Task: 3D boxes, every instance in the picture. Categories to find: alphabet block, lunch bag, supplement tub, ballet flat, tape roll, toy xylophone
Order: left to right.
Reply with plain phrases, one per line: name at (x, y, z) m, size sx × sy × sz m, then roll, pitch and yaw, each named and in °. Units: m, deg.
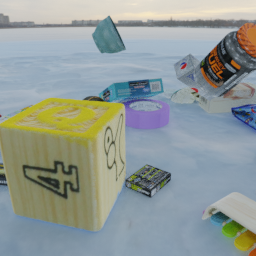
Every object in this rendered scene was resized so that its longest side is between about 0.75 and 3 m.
alphabet block at (-1.419, 0.733, 6.976) m, size 2.336 × 2.379 × 2.324 m, roll 5°, pitch 23°, yaw 13°
tape roll at (0.778, -0.668, 12.473) m, size 2.134 × 0.700 × 2.134 m, roll -1°, pitch 22°, yaw 0°
ballet flat at (3.396, -1.749, 14.934) m, size 2.597 × 0.932 × 0.932 m, roll -20°, pitch 30°, yaw -39°
supplement tub at (3.120, -2.003, 8.495) m, size 1.347 × 2.199 × 1.347 m, roll 10°, pitch 62°, yaw -19°
lunch bag at (5.855, -0.597, 12.149) m, size 1.869 × 1.168 × 2.483 m, roll -5°, pitch 11°, yaw -9°
toy xylophone at (2.940, 2.108, 6.009) m, size 1.795 × 0.616 × 2.451 m, roll -12°, pitch 26°, yaw -25°

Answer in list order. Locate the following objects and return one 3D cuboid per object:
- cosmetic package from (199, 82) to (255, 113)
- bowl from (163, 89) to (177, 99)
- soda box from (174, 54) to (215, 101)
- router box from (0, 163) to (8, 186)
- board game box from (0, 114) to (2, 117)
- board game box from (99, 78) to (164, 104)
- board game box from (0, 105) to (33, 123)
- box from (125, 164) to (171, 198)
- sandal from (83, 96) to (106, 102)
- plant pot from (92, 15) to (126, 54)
cosmetic package at (5.033, -1.531, 13.904) m, size 2.658 × 1.160 × 1.374 m, roll -4°, pitch 23°, yaw -9°
bowl at (2.350, -1.904, 15.742) m, size 0.875 × 0.393 × 0.875 m, roll -3°, pitch 24°, yaw 2°
soda box at (2.854, -1.940, 11.058) m, size 2.371 × 0.809 × 0.752 m, roll 22°, pitch 49°, yaw -41°
router box at (-3.583, 1.354, 8.239) m, size 1.006 × 0.263 × 0.791 m, roll 3°, pitch 23°, yaw 8°
board game box at (-6.891, -0.254, 12.098) m, size 1.234 × 0.233 × 2.396 m, roll 13°, pitch 26°, yaw 30°
board game box at (0.026, -1.669, 13.340) m, size 2.245 × 0.698 × 2.974 m, roll -9°, pitch 1°, yaw -19°
board game box at (-3.811, -0.090, 10.895) m, size 2.881 × 0.493 × 1.937 m, roll 18°, pitch 37°, yaw 40°
box at (0.592, 1.476, 7.990) m, size 0.873 × 0.241 × 1.089 m, roll 16°, pitch 28°, yaw 34°
sandal at (-1.478, -0.979, 12.787) m, size 1.042 × 0.696 × 2.550 m, roll -42°, pitch 40°, yaw -6°
plant pot at (-0.982, -4.235, 13.243) m, size 1.157 × 1.727 × 1.727 m, roll -25°, pitch 21°, yaw 9°
